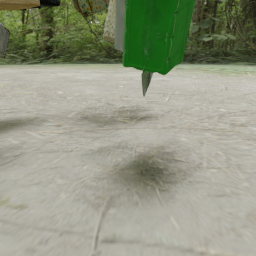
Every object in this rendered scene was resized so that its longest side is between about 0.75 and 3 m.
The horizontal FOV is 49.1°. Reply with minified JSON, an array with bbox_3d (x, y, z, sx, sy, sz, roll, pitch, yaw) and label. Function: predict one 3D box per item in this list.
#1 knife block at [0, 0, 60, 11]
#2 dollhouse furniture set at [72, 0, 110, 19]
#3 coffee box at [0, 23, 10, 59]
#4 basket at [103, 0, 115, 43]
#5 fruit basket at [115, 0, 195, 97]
[{"bbox_3d":[-2.980,-3.752,7.519,2.577,0.939,2.936,-11,19,-14],"label":"knife block"},{"bbox_3d":[-0.634,-3.455,9.059,1.618,2.574,2.910,-38,31,-25],"label":"dollhouse furniture set"},{"bbox_3d":[-2.809,-1.740,4.983,0.871,0.615,1.542,12,3,-7],"label":"coffee box"},{"bbox_3d":[-0.168,-2.190,5.737,0.554,0.898,0.609,10,9,-6],"label":"basket"},{"bbox_3d":[0.551,-2.206,5.036,1.190,2.351,2.538,9,45,5],"label":"fruit basket"}]
